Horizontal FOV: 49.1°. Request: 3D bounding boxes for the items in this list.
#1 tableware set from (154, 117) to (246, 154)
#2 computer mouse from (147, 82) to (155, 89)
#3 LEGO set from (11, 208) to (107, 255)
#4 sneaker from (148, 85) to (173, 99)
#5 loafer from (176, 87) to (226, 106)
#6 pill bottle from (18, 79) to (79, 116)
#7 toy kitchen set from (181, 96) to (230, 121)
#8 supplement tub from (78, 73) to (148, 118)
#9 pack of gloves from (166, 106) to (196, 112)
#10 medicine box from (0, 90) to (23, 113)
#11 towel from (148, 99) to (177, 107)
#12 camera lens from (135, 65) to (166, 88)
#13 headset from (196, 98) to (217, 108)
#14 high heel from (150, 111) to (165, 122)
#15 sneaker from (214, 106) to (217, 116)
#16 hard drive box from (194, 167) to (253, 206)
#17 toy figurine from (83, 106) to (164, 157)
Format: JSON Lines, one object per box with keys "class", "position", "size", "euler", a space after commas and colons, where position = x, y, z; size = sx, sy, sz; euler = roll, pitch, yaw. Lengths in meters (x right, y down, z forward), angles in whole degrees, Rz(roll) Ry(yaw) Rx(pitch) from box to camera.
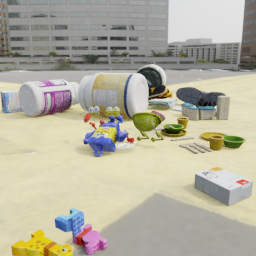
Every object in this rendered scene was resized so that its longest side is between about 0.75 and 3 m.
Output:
{"class": "tableware set", "position": [2.282, 0.115, 9.232], "size": [1.971, 0.449, 2.926], "euler": [-5, 15, -18]}
{"class": "computer mouse", "position": [1.765, -2.280, 17.416], "size": [1.570, 1.088, 0.414], "euler": [15, 37, 17]}
{"class": "LEGO set", "position": [-0.821, 1.539, 3.460], "size": [0.675, 0.627, 1.644], "euler": [10, 19, 34]}
{"class": "sneaker", "position": [1.670, -1.941, 16.840], "size": [0.996, 0.774, 2.213], "euler": [34, -23, -34]}
{"class": "loafer", "position": [3.928, -1.546, 15.051], "size": [2.715, 0.976, 0.855], "euler": [12, -10, 26]}
{"class": "pill bottle", "position": [-3.533, -1.486, 13.187], "size": [1.548, 1.548, 2.757], "euler": [12, 18, 38]}
{"class": "toy kitchen set", "position": [3.338, -0.961, 12.240], "size": [1.686, 0.993, 1.351], "euler": [-1, 15, -6]}
{"class": "supplement tub", "position": [-0.634, -1.447, 12.282], "size": [2.670, 1.928, 1.928], "euler": [6, 16, 23]}
{"class": "pack of gloves", "position": [3.064, -1.076, 13.973], "size": [1.492, 0.350, 1.776], "euler": [-11, 19, -33]}
{"class": "medicine box", "position": [-5.471, -1.291, 13.483], "size": [1.100, 1.002, 0.566], "euler": [-12, 19, -39]}
{"class": "towel", "position": [1.784, -1.321, 14.416], "size": [1.229, 0.346, 1.436], "euler": [5, 11, 24]}
{"class": "camera lens", "position": [1.513, -3.205, 18.765], "size": [2.010, 2.010, 2.513], "euler": [3, 14, 12]}
{"class": "headset", "position": [3.795, -0.979, 13.417], "size": [0.996, 0.758, 1.614], "euler": [17, 36, 20]}
{"class": "high heel", "position": [1.295, -0.541, 11.622], "size": [0.651, 0.456, 1.353], "euler": [-19, 18, -24]}
{"class": "sneaker", "position": [3.926, -0.687, 12.429], "size": [1.007, 0.378, 0.454], "euler": [-32, 62, -33]}
{"class": "hard drive box", "position": [1.883, 1.127, 5.575], "size": [0.686, 0.338, 0.880], "euler": [-10, 18, -31]}
{"class": "toy figurine", "position": [-0.365, 0.364, 7.996], "size": [2.502, 1.320, 1.499], "euler": [5, 44, 26]}
